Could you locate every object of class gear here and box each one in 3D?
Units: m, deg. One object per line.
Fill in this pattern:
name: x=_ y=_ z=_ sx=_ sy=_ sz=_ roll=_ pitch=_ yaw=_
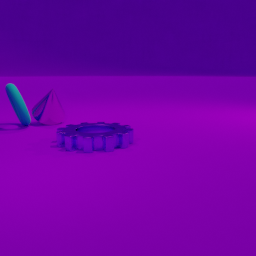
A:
gear: x=-0.834 y=0.189 z=7.160 sx=1.923 sy=0.356 sz=1.923 roll=0 pitch=12 yaw=0

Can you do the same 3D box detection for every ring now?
ring: x=-3.565 y=-0.744 z=9.083 sx=0.290 sy=1.449 sz=1.449 roll=-26 pitch=22 yaw=-23

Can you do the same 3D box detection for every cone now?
cone: x=-2.575 y=-0.886 z=9.343 sx=1.124 sy=1.129 sz=1.124 roll=13 pitch=44 yaw=-13
